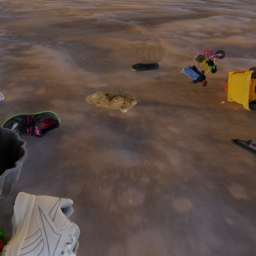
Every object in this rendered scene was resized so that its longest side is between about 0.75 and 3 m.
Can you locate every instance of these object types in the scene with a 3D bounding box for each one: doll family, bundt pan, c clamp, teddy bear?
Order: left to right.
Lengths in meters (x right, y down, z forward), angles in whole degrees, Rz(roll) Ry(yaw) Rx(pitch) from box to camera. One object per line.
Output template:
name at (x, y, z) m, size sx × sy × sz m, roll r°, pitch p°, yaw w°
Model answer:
bundt pan at (-3.412, 0.799, 5.625) m, size 2.589 × 0.972 × 2.589 m, roll 12°, pitch 25°, yaw -5°
teddy bear at (-0.528, -0.792, 8.742) m, size 1.155 × 0.532 × 1.593 m, roll -8°, pitch -11°, yaw 44°
doll family at (2.917, -2.277, 11.072) m, size 1.101 × 0.748 × 1.905 m, roll 41°, pitch 73°, yaw 9°
c clamp at (3.306, 0.616, 6.779) m, size 1.309 × 0.208 × 1.532 m, roll -4°, pitch 27°, yaw -44°

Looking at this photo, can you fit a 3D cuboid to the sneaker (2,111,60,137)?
sneaker at (-2.668, -0.058, 7.709) m, size 1.670 × 0.641 × 0.700 m, roll -20°, pitch 32°, yaw -28°

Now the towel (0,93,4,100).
towel at (-5.744, -1.305, 9.424) m, size 2.324 × 0.995 × 1.924 m, roll 19°, pitch 36°, yaw 28°

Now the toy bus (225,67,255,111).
toy bus at (4.352, -1.420, 9.533) m, size 2.014 × 1.367 × 1.934 m, roll -8°, pitch 16°, yaw -17°

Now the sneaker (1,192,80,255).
sneaker at (-1.270, 1.875, 4.263) m, size 1.117 × 0.955 × 2.564 m, roll -2°, pitch 31°, yaw -13°

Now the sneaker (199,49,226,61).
sneaker at (4.052, -3.546, 13.684) m, size 1.346 × 0.543 × 0.503 m, roll -1°, pitch 15°, yaw -15°

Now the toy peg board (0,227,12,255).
toy peg board at (-2.292, 2.070, 4.333) m, size 0.949 × 0.464 × 0.945 m, roll -12°, pitch 33°, yaw -18°

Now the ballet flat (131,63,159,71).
ballet flat at (0.773, -2.656, 12.432) m, size 1.243 × 0.353 × 0.413 m, roll -2°, pitch 67°, yaw 3°
